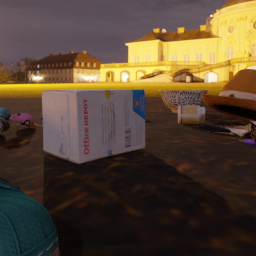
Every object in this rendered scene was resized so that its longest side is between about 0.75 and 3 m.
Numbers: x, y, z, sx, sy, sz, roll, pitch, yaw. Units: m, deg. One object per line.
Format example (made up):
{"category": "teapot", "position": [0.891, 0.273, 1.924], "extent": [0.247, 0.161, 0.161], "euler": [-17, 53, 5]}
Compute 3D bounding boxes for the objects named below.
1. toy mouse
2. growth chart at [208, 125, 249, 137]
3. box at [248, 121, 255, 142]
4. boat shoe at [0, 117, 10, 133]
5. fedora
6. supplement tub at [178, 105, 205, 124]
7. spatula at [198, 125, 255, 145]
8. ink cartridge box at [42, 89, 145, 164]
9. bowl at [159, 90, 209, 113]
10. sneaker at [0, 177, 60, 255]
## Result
{"category": "toy mouse", "position": [-3.238, -0.328, 8.053], "extent": [1.686, 0.326, 1.498], "euler": [10, -10, 34]}
{"category": "growth chart", "position": [3.207, 0.036, 7.822], "extent": [1.763, 0.156, 1.276], "euler": [-4, 8, -28]}
{"category": "box", "position": [3.315, 0.167, 5.851], "extent": [1.193, 0.376, 2.169], "euler": [4, 8, 15]}
{"category": "boat shoe", "position": [-3.997, -0.109, 7.398], "extent": [1.788, 0.632, 0.569], "euler": [10, 11, 13]}
{"category": "fedora", "position": [3.463, -0.876, 7.701], "extent": [2.831, 1.154, 2.831], "euler": [18, 0, 0]}
{"category": "supplement tub", "position": [2.169, -0.458, 9.620], "extent": [0.883, 0.642, 0.642], "euler": [1, 8, 9]}
{"category": "spatula", "position": [2.271, 0.153, 6.048], "extent": [1.831, 0.188, 0.518], "euler": [16, 2, -22]}
{"category": "ink cartridge box", "position": [-0.625, -0.138, 5.277], "extent": [1.605, 1.182, 1.161], "euler": [-8, 11, -44]}
{"category": "bowl", "position": [2.857, -1.397, 14.499], "extent": [2.515, 1.180, 2.515], "euler": [-1, 8, 0]}
{"category": "sneaker", "position": [-1.714, 0.337, 1.980], "extent": [2.821, 1.127, 1.007], "euler": [4, 9, 26]}
